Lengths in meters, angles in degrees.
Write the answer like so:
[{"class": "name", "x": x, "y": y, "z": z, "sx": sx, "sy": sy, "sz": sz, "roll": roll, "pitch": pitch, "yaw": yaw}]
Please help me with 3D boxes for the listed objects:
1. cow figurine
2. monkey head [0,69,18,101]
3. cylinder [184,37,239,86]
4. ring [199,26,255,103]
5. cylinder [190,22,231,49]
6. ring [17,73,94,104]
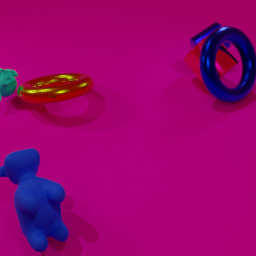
[{"class": "cow figurine", "x": -1.645, "y": 1.146, "z": 4.783, "sx": 0.842, "sy": 1.534, "sz": 1.509, "roll": -15, "pitch": 16, "yaw": -37}, {"class": "monkey head", "x": -3.440, "y": -1.270, "z": 7.562, "sx": 0.867, "sy": 0.727, "sz": 1.206, "roll": 27, "pitch": 34, "yaw": -24}, {"class": "cylinder", "x": 2.388, "y": -1.926, "z": 8.115, "sx": 1.119, "sy": 1.119, "sz": 1.119, "roll": -35, "pitch": 83, "yaw": -33}, {"class": "ring", "x": 2.768, "y": -1.714, "z": 7.613, "sx": 2.065, "sy": 2.065, "sz": 0.413, "roll": -26, "pitch": 13, "yaw": -26}, {"class": "cylinder", "x": 2.662, "y": -2.759, "z": 9.112, "sx": 0.955, "sy": 0.955, "sz": 0.955, "roll": -33, "pitch": 43, "yaw": 7}, {"class": "ring", "x": -1.944, "y": -1.118, "z": 7.614, "sx": 2.048, "sy": 0.410, "sz": 2.048, "roll": -5, "pitch": 22, "yaw": 2}]
